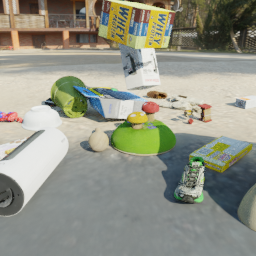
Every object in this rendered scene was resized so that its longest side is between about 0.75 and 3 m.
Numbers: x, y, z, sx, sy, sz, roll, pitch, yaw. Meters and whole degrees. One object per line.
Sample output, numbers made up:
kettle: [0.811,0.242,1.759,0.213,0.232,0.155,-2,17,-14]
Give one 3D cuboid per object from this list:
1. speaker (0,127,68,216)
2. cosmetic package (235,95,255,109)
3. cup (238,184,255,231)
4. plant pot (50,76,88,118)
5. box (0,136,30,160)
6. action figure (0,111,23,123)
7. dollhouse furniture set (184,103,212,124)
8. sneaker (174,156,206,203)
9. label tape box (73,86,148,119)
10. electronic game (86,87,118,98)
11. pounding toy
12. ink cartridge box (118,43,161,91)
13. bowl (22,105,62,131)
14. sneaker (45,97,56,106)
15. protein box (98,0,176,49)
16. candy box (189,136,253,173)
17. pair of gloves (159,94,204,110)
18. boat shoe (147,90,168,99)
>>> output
speaker: [-2.443,0.928,6.959,1.118,1.118,2.752,3,20,8]
cosmetic package: [6.115,-1.311,14.137,1.275,0.454,0.647,-11,22,-29]
cup: [2.868,1.538,5.735,1.079,0.771,1.079,0,19,0]
plant pot: [-2.530,-1.270,12.669,1.718,1.718,1.631,-7,33,-20]
box: [-3.500,0.730,8.399,0.475,0.509,2.456,16,25,38]
action figure: [-5.391,-0.520,11.896,2.050,0.530,0.671,10,27,13]
dollhouse furniture set: [2.888,-0.547,11.759,1.268,0.682,0.516,-14,24,-18]
sneaker: [1.506,1.209,6.723,0.662,0.723,1.696,6,21,16]
label tape box: [-0.838,-1.092,12.210,2.819,0.892,2.033,2,17,-26]
electronic game: [-1.650,-2.105,16.334,2.209,0.460,2.209,0,19,0]
pounding toy: [0.191,-0.132,9.505,2.924,1.357,2.257,0,20,-1]
ink cartridge box: [0.471,-2.494,10.803,0.806,1.944,1.427,-9,4,35]
bowl: [-3.533,-0.478,11.439,1.605,0.722,1.605,0,20,0]
sneaker: [-3.613,-1.747,14.740,0.744,0.859,2.075,10,22,25]
protein box: [0.261,-3.216,8.671,1.629,1.099,1.617,31,33,34]
candy box: [2.913,0.742,8.669,1.072,0.277,2.097,21,29,40]
pair of gloves: [2.761,-1.343,14.362,1.790,0.369,2.105,13,24,31]
boat shoe: [1.628,-1.862,15.715,1.182,0.426,0.399,5,18,7]
